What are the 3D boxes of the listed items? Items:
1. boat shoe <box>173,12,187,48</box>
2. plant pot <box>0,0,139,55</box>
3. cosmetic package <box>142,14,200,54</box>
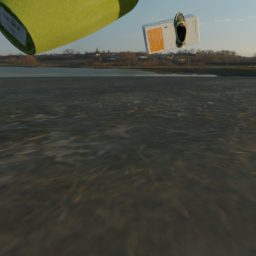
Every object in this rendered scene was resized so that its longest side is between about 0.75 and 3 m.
[{"bbox_3d":[1.278,-2.400,6.772,0.319,0.894,0.267,-1,-8,0],"label":"boat shoe"},{"bbox_3d":[-1.183,-2.285,4.743,2.000,2.000,2.137,13,54,46],"label":"plant pot"},{"bbox_3d":[1.451,-3.189,9.519,1.801,0.914,0.642,-13,29,1],"label":"cosmetic package"}]
